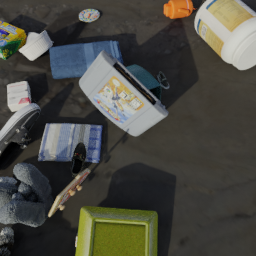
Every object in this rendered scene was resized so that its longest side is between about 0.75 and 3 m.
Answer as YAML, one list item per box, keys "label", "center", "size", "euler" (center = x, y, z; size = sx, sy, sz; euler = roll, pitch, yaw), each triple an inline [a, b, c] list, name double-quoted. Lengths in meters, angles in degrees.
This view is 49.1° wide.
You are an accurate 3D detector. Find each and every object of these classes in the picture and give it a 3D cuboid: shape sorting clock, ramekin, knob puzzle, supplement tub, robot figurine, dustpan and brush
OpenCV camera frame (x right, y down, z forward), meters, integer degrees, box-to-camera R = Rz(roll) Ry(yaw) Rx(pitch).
- label: "shape sorting clock"
  center: [-1.765, -5.132, 12.727]
  size: [0.949, 0.186, 0.949]
  euler: [0, 57, 0]
- label: "ramekin"
  center: [-3.535, -3.174, 10.912]
  size: [1.301, 0.606, 1.301]
  euler: [-30, 25, 16]
- label: "knob puzzle"
  center: [-1.448, 1.668, 7.580]
  size: [0.230, 1.658, 1.658]
  euler: [39, 64, 6]
- label: "supplement tub"
  center: [4.044, -3.718, 10.779]
  size: [1.924, 1.924, 2.660]
  euler: [-23, 60, -14]
- label: "robot figurine"
  center: [2.304, -5.330, 12.499]
  size: [1.365, 0.982, 0.796]
  euler: [-12, 94, -8]
- label: "dustpan and brush"
  center: [-3.678, -3.664, 11.766]
  size: [1.060, 0.303, 0.740]
  euler: [0, 68, 7]

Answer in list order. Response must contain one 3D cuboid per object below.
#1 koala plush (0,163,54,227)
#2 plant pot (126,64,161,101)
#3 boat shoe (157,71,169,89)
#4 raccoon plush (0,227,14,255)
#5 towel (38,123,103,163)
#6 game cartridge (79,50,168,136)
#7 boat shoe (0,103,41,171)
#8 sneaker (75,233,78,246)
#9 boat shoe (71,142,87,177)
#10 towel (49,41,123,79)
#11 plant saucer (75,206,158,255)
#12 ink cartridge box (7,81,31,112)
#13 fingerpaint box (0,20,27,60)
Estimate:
- label: "koala plush"
  center: [-3.119, 1.948, 7.632]
  size: [1.773, 1.629, 1.572]
  euler: [-5, 55, 22]
- label: "plant pot"
  center: [0.284, -1.405, 9.834]
  size: [1.136, 1.137, 1.608]
  euler: [-19, 52, -12]
- label: "boat shoe"
  center: [1.315, -1.806, 10.534]
  size: [0.279, 0.274, 0.773]
  euler: [-21, 60, -13]
- label: "raccoon plush"
  center: [-2.634, 3.503, 6.743]
  size: [1.479, 1.068, 2.208]
  euler: [7, 57, -5]
- label: "towel"
  center: [-1.833, 0.474, 9.086]
  size: [1.946, 0.232, 1.430]
  euler: [2, 56, -2]
- label: "game cartridge"
  center: [-0.233, -0.924, 8.700]
  size: [2.657, 1.769, 0.552]
  euler: [43, 44, -8]
- label: "boat shoe"
  center: [-3.558, 0.394, 8.776]
  size: [0.893, 0.942, 2.695]
  euler: [34, 63, 9]
- label: "sneaker"
  center: [-0.596, 3.018, 7.237]
  size: [1.603, 0.629, 0.636]
  euler: [8, 53, 18]
- label: "boat shoe"
  center: [-1.487, 0.930, 8.477]
  size: [0.400, 0.342, 1.093]
  euler: [9, 67, -4]
- label: "towel"
  center: [-1.584, -2.598, 10.821]
  size: [2.736, 0.664, 1.528]
  euler: [-7, 58, -6]
- label: "plant saucer"
  center: [-0.242, 3.038, 6.934]
  size: [2.092, 0.501, 2.089]
  euler: [6, 66, -6]
- label: "ink cartridge box"
  center: [-3.887, -1.139, 10.020]
  size: [0.721, 0.420, 0.990]
  euler: [-12, 59, -8]
- label: "fingerpaint box"
  center: [-5.259, -3.701, 11.565]
  size: [1.617, 0.593, 1.349]
  euler: [27, 61, 16]
